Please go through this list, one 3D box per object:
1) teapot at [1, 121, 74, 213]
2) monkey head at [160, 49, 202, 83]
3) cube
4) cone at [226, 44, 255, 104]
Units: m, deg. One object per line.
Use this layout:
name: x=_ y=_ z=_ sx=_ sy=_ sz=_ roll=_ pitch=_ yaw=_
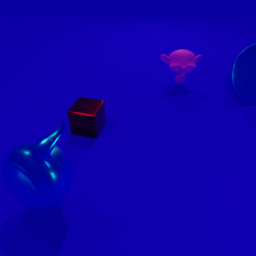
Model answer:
teapot: x=-1.431 y=0.707 z=4.732 sx=1.247 sy=2.006 sz=0.982 roll=37 pitch=42 yaw=13
monkey head: x=1.652 y=-1.944 z=8.693 sx=1.292 sy=0.930 sz=0.779 roll=1 pitch=55 yaw=1
cube: x=-1.010 y=-0.268 z=6.998 sx=0.706 sy=0.706 sz=0.706 roll=11 pitch=40 yaw=13
cone: x=3.516 y=-1.682 z=8.676 sx=1.678 sy=1.678 sz=1.684 roll=-8 pitch=13 yaw=-10
